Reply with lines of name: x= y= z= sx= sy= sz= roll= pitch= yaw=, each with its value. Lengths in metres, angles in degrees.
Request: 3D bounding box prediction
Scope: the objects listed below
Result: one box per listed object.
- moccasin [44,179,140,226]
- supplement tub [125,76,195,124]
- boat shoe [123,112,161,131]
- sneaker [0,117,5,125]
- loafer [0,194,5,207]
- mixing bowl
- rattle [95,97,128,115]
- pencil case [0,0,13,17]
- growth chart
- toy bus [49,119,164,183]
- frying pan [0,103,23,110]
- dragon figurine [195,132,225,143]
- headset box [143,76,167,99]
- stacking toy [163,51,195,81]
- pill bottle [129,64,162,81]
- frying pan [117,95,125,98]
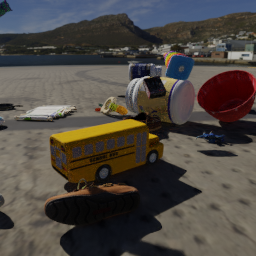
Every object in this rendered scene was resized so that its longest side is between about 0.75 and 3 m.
moccasin: x=-0.659 y=1.331 z=5.233 sx=1.783 sy=0.652 sz=0.688 roll=-9 pitch=17 yaw=-28
supplement tub: x=1.346 y=-1.235 z=11.922 sx=2.532 sy=1.841 sz=1.841 roll=12 pitch=20 yaw=35
boat shoe: x=0.574 y=-0.217 z=10.409 sx=0.757 sy=0.756 sz=2.151 roll=8 pitch=16 yaw=36
sneaker: x=-5.761 y=-0.338 z=10.693 sx=1.974 sy=0.809 sz=0.730 roll=-14 pitch=22 yaw=-39
loafer: x=-2.971 y=1.424 z=5.403 sx=1.229 sy=0.430 sz=0.429 roll=-4 pitch=18 yaw=17
mixing bowl: x=4.295 y=-1.157 z=11.814 sx=2.421 sy=1.311 sz=2.421 roll=-23 pitch=40 yaw=20
rattle: x=-0.810 y=-0.908 z=13.393 sx=0.981 sy=0.894 sz=1.374 roll=8 pitch=-22 yaw=-37
pencil case: x=-3.758 y=-3.345 z=8.073 sx=0.789 sy=0.336 sz=0.365 roll=-28 pitch=26 yaw=6
growth chart: x=-3.707 y=-0.768 z=13.192 sx=1.993 sy=0.244 sz=2.754 roll=4 pitch=16 yaw=11
toy bus: x=-0.407 y=0.516 z=7.111 sx=2.954 sy=1.156 sz=0.961 roll=-13 pitch=20 yaw=-37
frying pan: x=-6.067 y=-1.127 z=14.447 sx=1.484 sy=0.241 sz=0.897 roll=0 pitch=17 yaw=-7
dragon figurine: x=2.751 y=0.325 z=9.353 sx=0.963 sy=0.283 sz=0.479 roll=-3 pitch=16 yaw=-15
headset box: x=0.946 y=-1.403 z=9.900 sx=0.624 sy=0.324 sz=0.839 roll=-11 pitch=57 yaw=-12
stacking toy: x=1.093 y=-1.607 z=6.710 sx=0.608 sy=0.575 sz=1.047 roll=7 pitch=31 yaw=-18
pill bottle: x=1.574 y=-4.955 z=25.102 sx=2.882 sy=1.600 sz=1.600 roll=1 pitch=16 yaw=7
frying pan: x=0.772 y=-1.676 z=16.064 sx=2.460 sy=0.400 sz=1.488 roll=-8 pitch=17 yaw=-20
